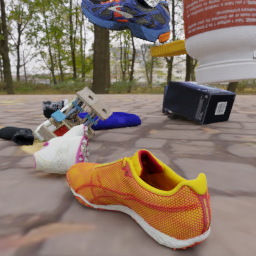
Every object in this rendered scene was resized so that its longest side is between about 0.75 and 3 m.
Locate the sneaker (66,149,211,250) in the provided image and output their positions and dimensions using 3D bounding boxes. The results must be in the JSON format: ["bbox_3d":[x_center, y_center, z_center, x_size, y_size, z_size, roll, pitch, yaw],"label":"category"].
[{"bbox_3d":[0.023,0.519,2.821,1.835,0.708,0.670,6,11,43],"label":"sneaker"}]

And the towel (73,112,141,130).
[{"bbox_3d":[-0.673,-0.288,9.077,1.875,0.464,1.384,-6,9,-36],"label":"towel"}]

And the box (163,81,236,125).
[{"bbox_3d":[2.617,-1.006,10.338,1.840,1.134,1.825,-7,25,-43],"label":"box"}]

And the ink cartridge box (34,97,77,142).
[{"bbox_3d":[-1.675,-0.245,6.935,1.323,0.317,0.963,-37,14,-6],"label":"ink cartridge box"}]

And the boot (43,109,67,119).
[{"bbox_3d":[-2.642,-0.563,11.128,1.147,0.424,0.940,9,12,13],"label":"boot"}]

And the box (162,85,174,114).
[{"bbox_3d":[2.275,-1.367,13.456,1.157,1.333,2.017,5,9,8],"label":"box"}]

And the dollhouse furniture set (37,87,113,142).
[{"bbox_3d":[-1.105,-0.131,6.115,0.875,0.870,1.242,-46,2,34],"label":"dollhouse furniture set"}]

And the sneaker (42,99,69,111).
[{"bbox_3d":[-3.348,-0.927,12.852,1.045,0.693,1.836,-5,4,-25],"label":"sneaker"}]

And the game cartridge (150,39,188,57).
[{"bbox_3d":[2.188,-2.577,8.594,2.478,0.402,2.185,-4,11,26],"label":"game cartridge"}]

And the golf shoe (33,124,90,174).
[{"bbox_3d":[-1.020,0.306,4.564,0.786,0.647,1.718,-4,7,-4],"label":"golf shoe"}]

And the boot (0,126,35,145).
[{"bbox_3d":[-2.586,0.200,6.423,0.819,0.326,0.993,-5,14,-20],"label":"boot"}]

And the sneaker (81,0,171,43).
[{"bbox_3d":[-0.036,-3.501,8.326,2.974,1.166,1.120,20,34,14],"label":"sneaker"}]

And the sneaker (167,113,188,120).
[{"bbox_3d":[1.940,-0.512,10.972,0.819,0.372,0.311,3,11,23],"label":"sneaker"}]

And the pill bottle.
[{"bbox_3d":[1.951,-2.406,5.825,1.622,2.892,1.622,-5,5,0],"label":"pill bottle"}]
